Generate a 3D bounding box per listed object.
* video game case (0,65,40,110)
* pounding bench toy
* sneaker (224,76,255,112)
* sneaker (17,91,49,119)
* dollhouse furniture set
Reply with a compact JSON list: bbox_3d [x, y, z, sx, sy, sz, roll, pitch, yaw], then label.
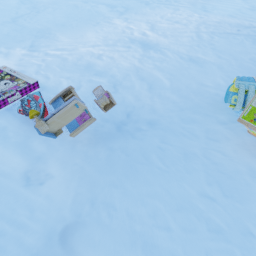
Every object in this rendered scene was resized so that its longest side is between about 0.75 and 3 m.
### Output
[{"bbox_3d":[-4.171,-1.241,8.860,1.814,0.358,2.001,25,46,27],"label":"video game case"},{"bbox_3d":[3.476,-0.371,6.609,0.852,1.070,1.372,39,98,41],"label":"pounding bench toy"},{"bbox_3d":[3.667,-0.564,7.453,1.839,1.120,2.816,-1,30,-6],"label":"sneaker"},{"bbox_3d":[-2.642,-0.449,7.770,0.772,0.641,1.616,-19,33,-17],"label":"sneaker"},{"bbox_3d":[-1.331,-0.642,6.278,1.557,1.649,1.076,-37,78,6],"label":"dollhouse furniture set"}]
